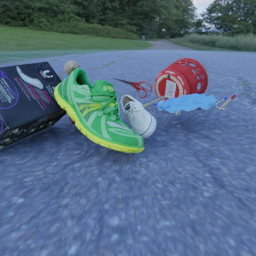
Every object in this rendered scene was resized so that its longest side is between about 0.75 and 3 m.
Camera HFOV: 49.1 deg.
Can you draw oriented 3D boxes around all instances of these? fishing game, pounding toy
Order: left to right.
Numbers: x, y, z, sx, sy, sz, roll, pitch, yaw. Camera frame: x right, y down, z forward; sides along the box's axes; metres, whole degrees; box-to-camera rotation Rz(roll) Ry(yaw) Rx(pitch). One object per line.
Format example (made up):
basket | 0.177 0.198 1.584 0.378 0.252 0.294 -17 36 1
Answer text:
pounding toy | -1.535 -0.906 8.611 1.002 2.159 1.667 -28 20 -3
fishing game | 1.780 -0.681 8.459 2.593 0.403 1.857 3 22 36

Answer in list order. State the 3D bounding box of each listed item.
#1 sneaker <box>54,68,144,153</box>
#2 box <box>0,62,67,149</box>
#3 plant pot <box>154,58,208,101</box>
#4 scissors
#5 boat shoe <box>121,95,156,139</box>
sneaker | -0.693 -0.485 6.761 2.952 1.234 1.093 42 16 25
box | -2.870 -0.633 7.334 1.367 1.576 2.578 -36 -1 31
plant pot | 1.971 -1.712 10.864 1.738 1.738 1.582 17 34 40
scissors | 0.170 -1.629 10.052 1.547 0.566 0.108 35 16 19
boat shoe | 0.182 -0.400 7.640 0.670 0.681 1.920 38 16 -28
